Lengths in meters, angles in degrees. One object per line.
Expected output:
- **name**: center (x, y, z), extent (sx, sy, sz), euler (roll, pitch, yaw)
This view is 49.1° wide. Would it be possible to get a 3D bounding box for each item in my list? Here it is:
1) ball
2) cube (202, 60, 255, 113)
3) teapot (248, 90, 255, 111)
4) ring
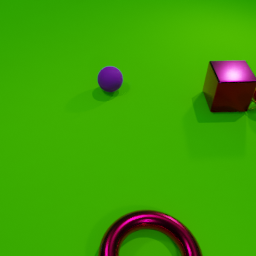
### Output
- **ball**: center (-0.507, -1.387, 7.970), extent (0.732, 0.732, 0.732), euler (0, 46, 0)
- **cube**: center (2.686, -1.118, 7.512), extent (1.012, 1.012, 1.012), euler (-1, 44, -1)
- **teapot**: center (3.734, -0.791, 7.322), extent (1.274, 0.792, 0.624), euler (-26, 47, 31)
- **ring**: center (0.386, 2.159, 4.694), extent (1.780, 0.356, 1.780), euler (4, 39, -3)
